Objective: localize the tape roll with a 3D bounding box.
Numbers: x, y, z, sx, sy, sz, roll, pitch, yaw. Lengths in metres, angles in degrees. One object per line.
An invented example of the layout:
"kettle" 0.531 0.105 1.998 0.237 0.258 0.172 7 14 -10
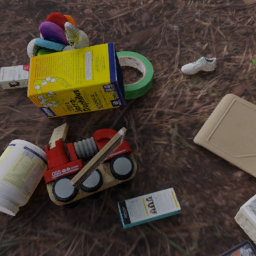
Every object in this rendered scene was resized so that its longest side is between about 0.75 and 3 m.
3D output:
"tape roll" -0.087 -2.076 10.894 2.118 0.509 2.118 0 57 0

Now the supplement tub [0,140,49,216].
"supplement tub" -3.254 1.415 8.090 1.339 1.339 1.847 18 59 12

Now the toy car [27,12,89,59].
"toy car" -2.813 -3.545 11.106 2.057 1.763 2.351 18 58 11

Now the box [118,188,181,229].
"box" 0.602 2.304 8.069 1.674 0.411 0.689 -13 58 -8

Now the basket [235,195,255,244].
"basket" 3.946 2.324 7.670 1.722 1.062 1.167 -28 61 -18

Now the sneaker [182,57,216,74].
"sneaker" 2.823 -2.549 11.136 1.399 0.619 0.526 -11 59 -7

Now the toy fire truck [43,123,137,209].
"toy fire truck" -1.368 0.709 8.556 2.506 1.831 2.847 -20 69 -12

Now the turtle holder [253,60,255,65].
"turtle holder" 5.709 -2.567 10.854 0.999 1.069 1.407 -20 48 -12

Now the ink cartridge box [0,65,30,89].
"ink cartridge box" -4.334 -1.981 10.860 1.088 0.451 0.793 -7 57 -5

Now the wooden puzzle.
"wooden puzzle" 3.992 0.264 9.415 2.772 0.516 2.565 29 62 23

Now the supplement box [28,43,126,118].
"supplement box" -1.670 -1.555 9.536 2.889 1.572 1.582 -8 64 7

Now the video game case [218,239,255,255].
"video game case" 2.610 4.305 6.817 2.435 0.310 2.200 -21 59 -13

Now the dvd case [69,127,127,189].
"dvd case" -0.674 0.751 6.622 0.135 1.258 1.692 42 76 7

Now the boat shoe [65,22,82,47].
"boat shoe" -1.728 -2.883 8.778 0.461 1.281 0.397 29 88 4
